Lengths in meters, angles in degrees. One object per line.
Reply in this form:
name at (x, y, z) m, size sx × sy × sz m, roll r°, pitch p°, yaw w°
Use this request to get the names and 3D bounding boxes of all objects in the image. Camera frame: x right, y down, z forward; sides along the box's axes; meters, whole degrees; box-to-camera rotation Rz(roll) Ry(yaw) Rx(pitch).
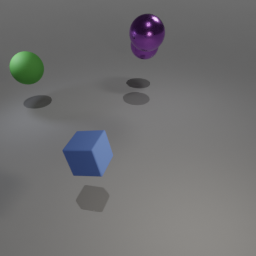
cube at (-0.820, 0.528, 5.891) m, size 0.700 × 0.700 × 0.700 m, roll -2°, pitch 33°, yaw 22°
ball at (0.745, -3.708, 10.926) m, size 1.400 × 1.400 × 1.400 m, roll 0°, pitch 31°, yaw 0°
ball at (0.821, -4.096, 13.819) m, size 1.400 × 1.400 × 1.400 m, roll 0°, pitch 31°, yaw 0°
ball at (-4.354, -2.583, 12.088) m, size 1.400 × 1.400 × 1.400 m, roll 0°, pitch 31°, yaw 0°
